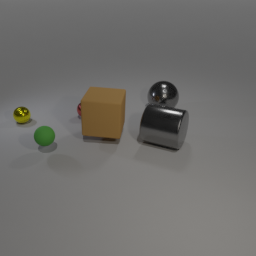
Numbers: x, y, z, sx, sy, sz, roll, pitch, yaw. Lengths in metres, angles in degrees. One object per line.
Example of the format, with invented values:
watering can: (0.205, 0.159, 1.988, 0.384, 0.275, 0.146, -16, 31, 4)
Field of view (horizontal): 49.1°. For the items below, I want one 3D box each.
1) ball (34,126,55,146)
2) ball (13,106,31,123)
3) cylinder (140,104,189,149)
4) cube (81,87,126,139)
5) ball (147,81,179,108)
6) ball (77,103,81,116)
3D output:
ball: (-2.835, 0.272, 9.517, 0.700, 0.700, 0.700, 0, 28, 0)
ball: (-4.410, -0.546, 11.646, 0.700, 0.700, 0.700, 0, 28, 0)
cylinder: (1.313, -0.067, 10.021, 1.400, 1.400, 1.400, 13, 31, 23)
cube: (-0.866, -0.589, 10.272, 1.400, 1.400, 1.400, 5, 29, 4)
ball: (1.561, -1.392, 12.467, 1.400, 1.400, 1.400, 0, 28, 0)
ball: (-1.833, -0.793, 11.960, 0.700, 0.700, 0.700, 0, 28, 0)
